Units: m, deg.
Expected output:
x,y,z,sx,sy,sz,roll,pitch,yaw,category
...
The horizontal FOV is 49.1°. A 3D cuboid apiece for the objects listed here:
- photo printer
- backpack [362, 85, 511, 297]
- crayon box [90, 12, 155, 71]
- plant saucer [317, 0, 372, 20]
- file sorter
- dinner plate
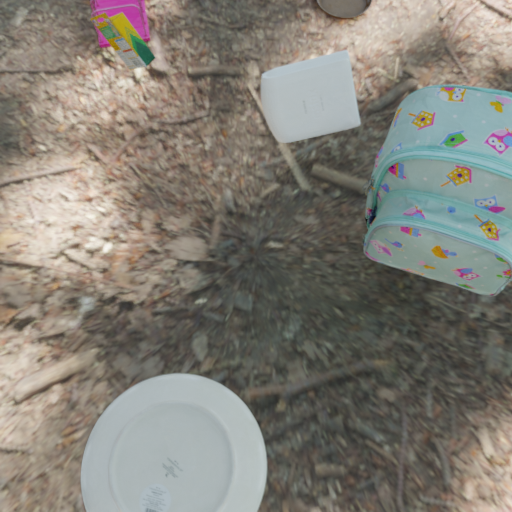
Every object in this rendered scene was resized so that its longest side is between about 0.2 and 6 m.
x,y,z,sx,sy,sz,roll,pitch,yaw,category
0.757,-2.260,8.104,1.343,1.117,0.466,-10,34,10,photo printer
2.909,-0.886,8.054,2.644,3.007,2.305,20,66,13,backpack
-2.358,-3.855,9.927,0.694,1.105,0.285,16,62,51,crayon box
2.081,-6.093,13.333,1.330,0.229,1.330,0,66,-1,plant saucer
-3.170,-5.818,12.763,1.157,1.044,1.665,-10,67,-4,file sorter
-1.352,3.415,9.115,3.051,0.370,3.051,0,67,1,dinner plate
